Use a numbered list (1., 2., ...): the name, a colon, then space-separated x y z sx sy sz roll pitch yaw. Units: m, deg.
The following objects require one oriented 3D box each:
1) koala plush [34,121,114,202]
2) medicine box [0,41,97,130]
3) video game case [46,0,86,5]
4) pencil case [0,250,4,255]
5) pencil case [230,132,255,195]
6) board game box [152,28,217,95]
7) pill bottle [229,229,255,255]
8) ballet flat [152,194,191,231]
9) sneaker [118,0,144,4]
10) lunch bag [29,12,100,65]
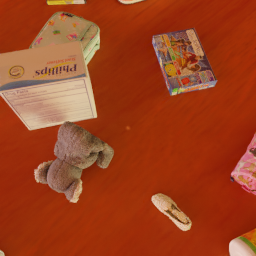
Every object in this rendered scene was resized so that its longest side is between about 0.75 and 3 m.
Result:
1. koala plush: -1.566 0.919 7.606 1.648 1.708 1.859 29 81 13
2. medicine box: -2.135 -1.095 7.957 2.154 2.365 1.217 -11 66 -5
3. video game case: -2.419 -5.600 11.156 1.522 0.215 1.684 -2 65 -1
4. pencil case: -3.849 3.566 6.744 1.719 0.714 0.780 -17 24 -9
5. pencil case: 3.791 0.629 7.807 1.003 1.048 2.423 43 69 -21
6. board game box: 1.882 -2.318 9.585 1.557 0.396 2.301 -12 66 -5
7. pill bottle: 3.879 2.888 6.731 2.471 1.372 1.372 -21 68 -9
8. ballet flat: 1.209 2.211 7.563 1.286 0.461 0.461 39 72 17
9. sneaker: 0.822 -5.698 10.604 2.759 1.290 0.971 -19 67 -8
10. lunch bag: -2.054 -2.813 9.531 1.885 0.906 2.350 23 68 10
